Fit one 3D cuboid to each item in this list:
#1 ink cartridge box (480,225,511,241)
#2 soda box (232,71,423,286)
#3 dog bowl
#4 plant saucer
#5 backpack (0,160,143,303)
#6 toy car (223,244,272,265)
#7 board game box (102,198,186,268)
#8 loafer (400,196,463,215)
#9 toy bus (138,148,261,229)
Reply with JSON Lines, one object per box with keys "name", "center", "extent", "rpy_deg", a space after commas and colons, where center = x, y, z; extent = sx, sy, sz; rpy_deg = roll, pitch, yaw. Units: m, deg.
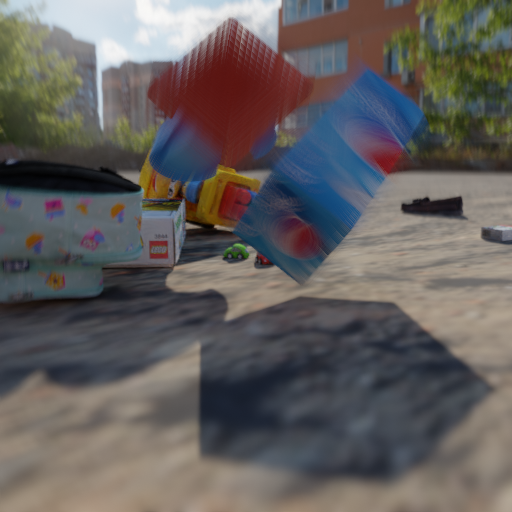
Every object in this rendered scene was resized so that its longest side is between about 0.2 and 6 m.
{"name": "ink cartridge box", "center": [5.360, -0.506, 11.995], "extent": [0.998, 0.251, 0.544], "rpy_deg": [-7, 13, -29]}
{"name": "soda box", "center": [1.215, -1.318, 8.277], "extent": [1.218, 1.288, 3.797], "rpy_deg": [37, 45, 1]}
{"name": "dog bowl", "center": [-0.855, -2.286, 10.735], "extent": [2.655, 0.658, 1.480], "rpy_deg": [-18, -28, 31]}
{"name": "plant saucer", "center": [-0.253, -1.541, 5.047], "extent": [1.123, 1.125, 0.206], "rpy_deg": [44, -8, 14]}
{"name": "backpack", "center": [-2.568, -0.358, 7.134], "extent": [2.270, 1.740, 1.996], "rpy_deg": [-9, 14, -26]}
{"name": "toy car", "center": [-0.068, -0.072, 9.715], "extent": [1.038, 0.246, 1.103], "rpy_deg": [3, 11, 14]}
{"name": "board game box", "center": [-3.885, -0.485, 10.116], "extent": [5.067, 0.877, 3.198], "rpy_deg": [-1, 11, -5]}
{"name": "loafer", "center": [5.220, -1.547, 16.658], "extent": [1.835, 0.578, 0.660], "rpy_deg": [6, 12, 31]}
{"name": "toy bus", "center": [-1.042, -1.333, 12.395], "extent": [2.451, 1.663, 2.353], "rpy_deg": [9, 12, -46]}
